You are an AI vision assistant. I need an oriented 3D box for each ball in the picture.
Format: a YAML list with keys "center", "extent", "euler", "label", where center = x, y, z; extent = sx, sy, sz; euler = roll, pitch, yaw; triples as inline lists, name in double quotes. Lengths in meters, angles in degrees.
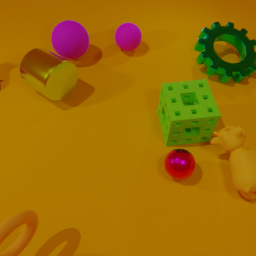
- center: [1.240, 0.859, 6.697]
  extent: [0.742, 0.742, 0.742]
  euler: [0, 56, 0]
  label: "ball"
- center: [0.010, -3.022, 9.295]
  extent: [0.890, 0.890, 0.890]
  euler: [0, 56, 0]
  label: "ball"
- center: [-1.847, -2.821, 8.992]
  extent: [1.194, 1.194, 1.194]
  euler: [0, 56, 0]
  label: "ball"

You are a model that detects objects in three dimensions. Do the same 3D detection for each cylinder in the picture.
- center: [-2.265, -1.550, 8.062]
  extent: [1.189, 1.189, 1.189]
  euler: [30, 61, 27]
  label: "cylinder"

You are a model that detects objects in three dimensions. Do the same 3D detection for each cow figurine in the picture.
- center: [2.582, 0.731, 6.430]
  extent: [1.496, 0.834, 1.520]
  euler: [36, 45, -23]
  label: "cow figurine"

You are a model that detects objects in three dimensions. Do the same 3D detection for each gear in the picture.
- center: [3.142, -2.416, 8.875]
  extent: [2.036, 0.377, 2.036]
  euler: [3, 70, -9]
  label: "gear"

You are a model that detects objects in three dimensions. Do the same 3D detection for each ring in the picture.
- center: [-2.128, 2.028, 5.084]
  extent: [0.243, 1.215, 1.215]
  euler: [31, 61, 19]
  label: "ring"

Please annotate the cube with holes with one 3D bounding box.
- center: [1.521, -0.386, 7.351]
  extent: [1.193, 1.193, 1.193]
  euler: [-6, 56, -4]
  label: "cube with holes"
